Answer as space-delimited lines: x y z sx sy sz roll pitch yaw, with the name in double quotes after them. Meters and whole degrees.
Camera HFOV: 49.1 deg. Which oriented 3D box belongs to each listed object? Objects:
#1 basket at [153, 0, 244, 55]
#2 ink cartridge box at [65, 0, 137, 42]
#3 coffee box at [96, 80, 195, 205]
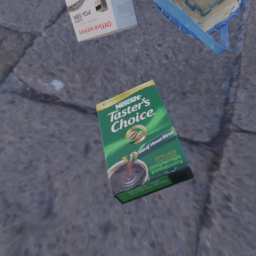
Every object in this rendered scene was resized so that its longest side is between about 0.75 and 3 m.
1.631 -3.189 6.862 2.256 1.780 2.559 33 53 -20 "basket"
-0.816 -3.412 7.099 1.530 2.085 0.864 -1 23 40 "ink cartridge box"
0.182 0.146 4.939 1.309 0.468 2.130 -22 46 10 "coffee box"
